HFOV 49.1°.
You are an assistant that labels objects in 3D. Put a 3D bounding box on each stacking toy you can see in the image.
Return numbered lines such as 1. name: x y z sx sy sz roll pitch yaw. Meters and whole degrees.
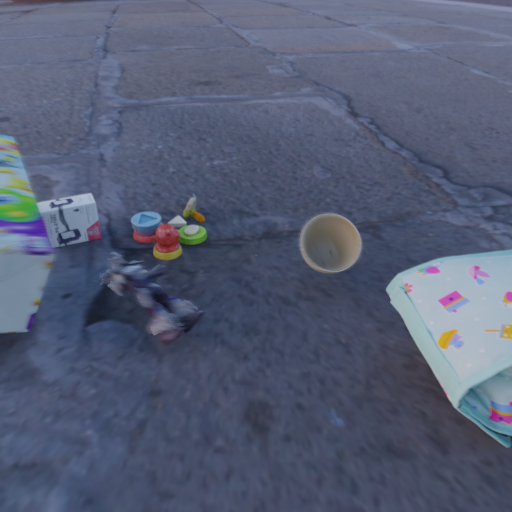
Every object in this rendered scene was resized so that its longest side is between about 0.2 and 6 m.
1. stacking toy: -1.703 -0.595 10.978 1.254 0.585 1.386 -26 41 -34

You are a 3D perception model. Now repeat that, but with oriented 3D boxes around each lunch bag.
1. lunch bag: 3.335 1.081 7.272 2.833 1.727 2.413 1 33 -9

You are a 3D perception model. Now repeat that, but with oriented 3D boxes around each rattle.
1. rattle: -1.236 -1.022 11.901 0.505 0.460 0.707 9 18 8

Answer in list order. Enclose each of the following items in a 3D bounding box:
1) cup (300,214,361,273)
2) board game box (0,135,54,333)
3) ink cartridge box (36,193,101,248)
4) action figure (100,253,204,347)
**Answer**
1. cup: 1.200 -0.123 9.504 1.009 0.721 1.009 1 73 -4
2. board game box: -4.337 -0.477 8.417 1.593 1.622 3.093 2 39 -38
3. ink cartridge box: -3.669 -0.668 10.859 1.138 0.824 0.480 -14 36 -20
4. action figure: -1.624 0.524 8.430 1.678 0.582 1.092 44 36 10
